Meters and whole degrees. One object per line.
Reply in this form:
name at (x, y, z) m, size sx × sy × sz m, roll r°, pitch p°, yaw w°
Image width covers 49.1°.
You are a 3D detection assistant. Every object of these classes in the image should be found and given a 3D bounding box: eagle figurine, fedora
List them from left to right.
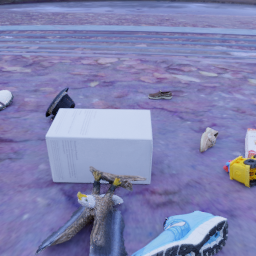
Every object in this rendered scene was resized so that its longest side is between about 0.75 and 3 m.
fedora at (-2.640, -0.855, 11.338) m, size 0.737 × 1.613 × 1.613 m, roll 38°, pitch 34°, yaw -5°
eagle figurine at (-0.822, 2.074, 6.503) m, size 1.786 × 1.777 × 2.354 m, roll -24°, pitch 41°, yaw 52°

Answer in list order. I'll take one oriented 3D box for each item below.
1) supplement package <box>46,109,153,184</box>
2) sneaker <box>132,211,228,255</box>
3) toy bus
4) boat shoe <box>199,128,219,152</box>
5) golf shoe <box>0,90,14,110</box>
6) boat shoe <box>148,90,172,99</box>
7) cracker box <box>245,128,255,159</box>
supplement package at (-0.745, 0.522, 8.492) m, size 2.894 × 1.697 × 1.692 m, roll 1°, pitch 31°, yaw 2°
sneaker at (1.035, 2.545, 6.170) m, size 2.475 × 0.970 × 1.113 m, roll -13°, pitch 17°, yaw -30°
toy bus at (3.514, 1.181, 8.483) m, size 1.110 × 0.753 × 1.065 m, roll -21°, pitch 21°, yaw -35°
boat shoe at (2.862, 0.406, 9.848) m, size 0.474 × 0.523 × 1.468 m, roll 14°, pitch 32°, yaw 23°
golf shoe at (-6.200, -1.229, 11.936) m, size 1.076 × 1.227 × 2.787 m, roll 20°, pitch 35°, yaw 31°
boat shoe at (1.530, -1.620, 13.321) m, size 1.137 × 0.421 × 0.420 m, roll 0°, pitch 31°, yaw 0°
cracker box at (4.585, 0.678, 9.423) m, size 1.126 × 0.485 × 1.682 m, roll 10°, pitch 33°, yaw 16°
